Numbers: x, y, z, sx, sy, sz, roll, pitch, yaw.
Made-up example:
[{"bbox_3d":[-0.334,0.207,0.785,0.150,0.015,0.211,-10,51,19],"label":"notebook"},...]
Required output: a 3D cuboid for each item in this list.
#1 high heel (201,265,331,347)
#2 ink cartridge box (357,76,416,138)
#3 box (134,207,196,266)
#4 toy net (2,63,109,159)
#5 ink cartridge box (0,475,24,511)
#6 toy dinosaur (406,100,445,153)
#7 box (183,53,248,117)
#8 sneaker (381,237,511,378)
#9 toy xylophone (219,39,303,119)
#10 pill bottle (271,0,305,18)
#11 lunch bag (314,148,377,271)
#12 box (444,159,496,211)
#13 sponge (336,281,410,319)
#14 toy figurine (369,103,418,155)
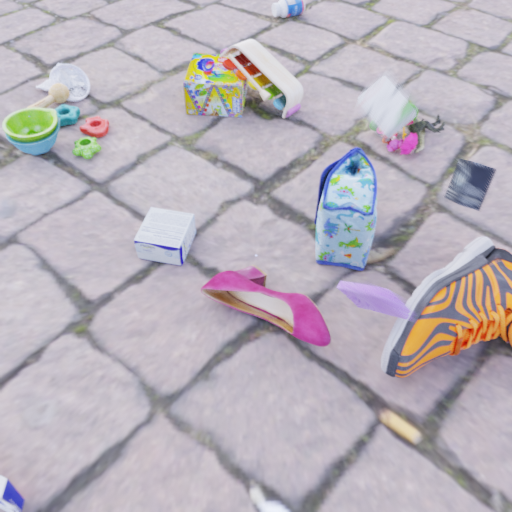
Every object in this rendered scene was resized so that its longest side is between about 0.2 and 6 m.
[{"bbox_3d":[0.134,0.918,9.379,1.149,0.807,2.396,-21,45,-32],"label":"high heel"},{"bbox_3d":[2.567,-2.931,11.025,0.697,0.403,0.955,-38,70,15],"label":"ink cartridge box"},{"bbox_3d":[-1.745,-0.384,10.866,0.914,0.522,0.994,10,47,8],"label":"box"},{"bbox_3d":[-4.732,-3.852,13.925,2.156,0.794,4.110,-3,47,-3],"label":"toy net"},{"bbox_3d":[-3.633,3.053,7.498,1.588,0.752,0.295,21,50,18],"label":"ink cartridge box"},{"bbox_3d":[4.040,-3.106,13.478,0.863,0.465,1.958,-10,46,10],"label":"toy dinosaur"},{"bbox_3d":[-0.992,-4.376,14.329,1.457,0.923,1.513,4,48,2],"label":"box"},{"bbox_3d":[3.646,1.054,8.955,1.979,1.370,3.532,35,56,30],"label":"sneaker"},{"bbox_3d":[0.089,-4.413,13.748,2.402,0.603,1.758,50,43,8],"label":"toy xylophone"},{"bbox_3d":[1.016,-7.936,17.906,0.986,0.553,0.553,-18,49,-15],"label":"pill bottle"},{"bbox_3d":[1.728,-0.927,10.668,1.171,1.562,1.837,11,49,9],"label":"lunch bag"},{"bbox_3d":[3.169,-1.071,8.344,0.379,0.645,0.634,17,14,-2],"label":"box"},{"bbox_3d":[1.741,0.645,8.373,0.157,0.587,1.053,-56,28,-14],"label":"sponge"},{"bbox_3d":[3.291,-2.820,13.069,1.164,0.874,1.071,-18,59,23],"label":"toy figurine"}]
